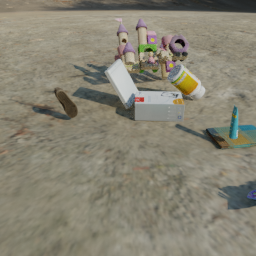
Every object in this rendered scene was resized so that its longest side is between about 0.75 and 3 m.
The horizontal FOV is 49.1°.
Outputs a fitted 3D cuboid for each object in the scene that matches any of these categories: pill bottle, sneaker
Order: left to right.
[{"bbox_3d":[-1.897,-0.811,8.630,0.396,1.124,0.424,-31,44,-10],"label":"sneaker"},{"bbox_3d":[2.149,-1.624,10.183,1.351,0.750,0.750,35,18,-22],"label":"pill bottle"}]

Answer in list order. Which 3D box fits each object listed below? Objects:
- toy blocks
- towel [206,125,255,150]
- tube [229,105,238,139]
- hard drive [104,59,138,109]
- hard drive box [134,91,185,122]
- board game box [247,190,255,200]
[{"bbox_3d":[0.798,-3.471,11.442,2.609,2.350,2.792,-3,-8,-7],"label":"toy blocks"},{"bbox_3d":[3.113,0.238,7.937,1.491,0.162,1.093,-5,28,-7],"label":"towel"},{"bbox_3d":[2.756,-0.152,7.239,0.218,0.865,0.335,-1,19,2],"label":"tube"},{"bbox_3d":[-0.168,-1.528,9.676,0.196,1.469,0.969,-12,30,37],"label":"hard drive"},{"bbox_3d":[1.007,-0.736,9.288,1.569,0.602,1.222,1,27,2],"label":"hard drive box"},{"bbox_3d":[3.154,1.094,5.214,1.372,0.338,1.737,-7,0,-25],"label":"board game box"}]
